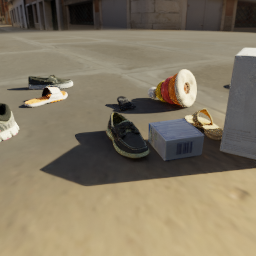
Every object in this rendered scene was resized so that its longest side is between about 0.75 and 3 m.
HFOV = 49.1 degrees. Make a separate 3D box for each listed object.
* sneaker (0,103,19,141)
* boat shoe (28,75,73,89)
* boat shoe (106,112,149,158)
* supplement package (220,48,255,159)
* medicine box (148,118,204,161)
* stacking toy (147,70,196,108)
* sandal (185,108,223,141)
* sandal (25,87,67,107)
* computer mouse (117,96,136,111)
[{"bbox_3d":[-4.672,0.005,8.660,1.075,1.274,2.913,11,26,23],"label":"sneaker"},{"bbox_3d":[-4.136,-2.470,14.918,2.339,0.662,0.803,-4,25,-9],"label":"boat shoe"},{"bbox_3d":[-0.113,0.148,8.883,0.884,0.813,2.473,-12,25,-19],"label":"boat shoe"},{"bbox_3d":[3.930,-0.743,8.284,1.724,2.939,1.718,13,27,26],"label":"supplement package"},{"bbox_3d":[1.438,0.314,8.669,1.245,0.704,1.367,-7,25,-15],"label":"medicine box"},{"bbox_3d":[1.809,-1.710,12.663,2.227,1.627,1.627,1,19,42],"label":"stacking toy"},{"bbox_3d":[2.791,-0.341,10.107,0.807,0.724,2.201,-7,25,-14],"label":"sandal"},{"bbox_3d":[-3.706,-1.519,12.842,0.843,0.630,2.200,18,30,34],"label":"sandal"},{"bbox_3d":[-0.170,-1.038,12.274,0.752,0.286,1.086,-9,36,-19],"label":"computer mouse"}]
